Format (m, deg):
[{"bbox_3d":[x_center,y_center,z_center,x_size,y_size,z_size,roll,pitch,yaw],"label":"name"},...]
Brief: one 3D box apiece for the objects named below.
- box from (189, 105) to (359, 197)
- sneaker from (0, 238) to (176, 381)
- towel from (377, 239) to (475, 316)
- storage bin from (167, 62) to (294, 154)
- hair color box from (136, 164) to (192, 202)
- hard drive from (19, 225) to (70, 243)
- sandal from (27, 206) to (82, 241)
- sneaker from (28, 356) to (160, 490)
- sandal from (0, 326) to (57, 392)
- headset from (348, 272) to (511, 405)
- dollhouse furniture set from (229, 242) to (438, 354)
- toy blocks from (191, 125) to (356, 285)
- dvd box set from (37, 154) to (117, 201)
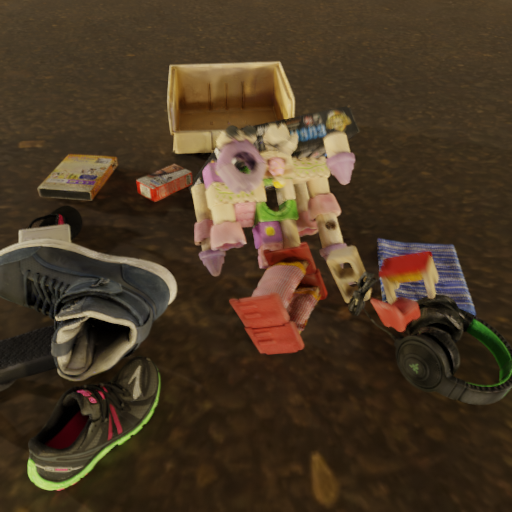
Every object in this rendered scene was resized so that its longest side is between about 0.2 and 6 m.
[{"bbox_3d":[0.275,-2.016,11.813,2.838,2.816,0.705,-19,85,-24],"label":"box"},{"bbox_3d":[-3.130,0.759,8.737,3.282,1.248,2.372,5,25,6],"label":"sneaker"},{"bbox_3d":[3.086,0.358,10.409,1.571,0.259,2.169,4,36,4],"label":"towel"},{"bbox_3d":[-0.755,-4.094,15.446,3.201,1.500,3.178,-3,36,-5],"label":"storage bin"},{"bbox_3d":[-2.148,-1.733,13.175,0.639,0.368,1.152,28,43,33],"label":"hair color box"},{"bbox_3d":[-3.978,0.034,10.575,0.932,0.179,1.413,-8,53,-12],"label":"hard drive"},{"bbox_3d":[-4.250,-0.431,11.256,0.865,0.519,2.304,9,37,12],"label":"sandal"},{"bbox_3d":[-2.074,2.075,7.476,0.854,0.932,2.224,18,40,23],"label":"sneaker"},{"bbox_3d":[-4.013,1.750,8.246,2.812,0.602,1.069,-9,30,-31],"label":"sandal"},{"bbox_3d":[2.684,1.149,8.481,2.664,1.251,1.645,22,39,10],"label":"headset"},{"bbox_3d":[1.214,0.510,8.594,2.768,1.126,1.490,-12,28,31],"label":"dollhouse furniture set"},{"bbox_3d":[0.425,-0.561,9.941,2.715,2.905,2.446,-6,77,-20],"label":"toy blocks"},{"bbox_3d":[-4.264,-1.926,13.527,1.297,0.261,1.773,4,37,6],"label":"dvd box set"}]
